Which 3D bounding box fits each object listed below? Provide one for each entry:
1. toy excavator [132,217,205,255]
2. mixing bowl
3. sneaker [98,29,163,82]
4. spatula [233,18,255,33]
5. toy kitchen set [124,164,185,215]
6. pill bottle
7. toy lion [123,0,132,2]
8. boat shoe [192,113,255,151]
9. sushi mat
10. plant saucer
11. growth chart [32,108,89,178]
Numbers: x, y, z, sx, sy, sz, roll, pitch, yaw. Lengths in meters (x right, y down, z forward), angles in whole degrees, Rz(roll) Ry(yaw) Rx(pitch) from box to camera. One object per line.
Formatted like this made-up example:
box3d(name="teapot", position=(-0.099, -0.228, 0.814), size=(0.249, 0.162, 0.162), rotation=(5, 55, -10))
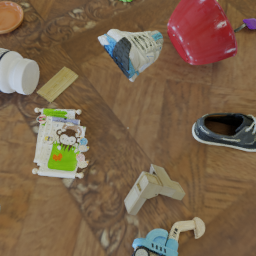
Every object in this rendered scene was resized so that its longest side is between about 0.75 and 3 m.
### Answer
box3d(name="toy excavator", position=(1.008, 2.840, 7.022), size=(1.614, 0.829, 1.660), rotation=(19, 58, 8))
box3d(name="mixing bowl", position=(2.167, -3.006, 8.995), size=(1.387, 2.560, 2.560), rotation=(-33, 68, 7))
box3d(name="sneaker", position=(0.199, -1.772, 6.112), size=(1.208, 2.788, 1.045), rotation=(-35, 95, 9))
box3d(name="spatula", position=(3.956, -3.610, 10.275), size=(2.048, 0.210, 0.579), rotation=(-21, 62, -6))
box3d(name="toy kitchen set", position=(0.654, 1.730, 7.735), size=(1.224, 1.104, 0.998), rotation=(21, 20, -25))
box3d(name="pill bottle", position=(-4.108, -1.860, 8.849), size=(2.307, 1.335, 1.335), rotation=(16, 66, 7))
box3d(name="toy lion", position=(0.022, -5.657, 11.178), size=(1.264, 0.453, 1.319), rotation=(-31, 68, -5))
box3d(name="boat shoe", position=(3.387, 0.053, 8.190), size=(2.821, 0.954, 1.013), rotation=(4, 64, 0))
box3d(name="sushi mat", position=(-2.332, -1.463, 9.355), size=(0.650, 0.082, 1.359), rotation=(36, 70, 15))
box3d(name="plant saucer", position=(-4.656, -4.093, 10.476), size=(1.538, 0.288, 1.538), rotation=(0, 66, 0))
box3d(name="growth chart", position=(-2.024, 0.401, 8.431), size=(1.688, 0.207, 2.333), rotation=(-3, 66, -3))
